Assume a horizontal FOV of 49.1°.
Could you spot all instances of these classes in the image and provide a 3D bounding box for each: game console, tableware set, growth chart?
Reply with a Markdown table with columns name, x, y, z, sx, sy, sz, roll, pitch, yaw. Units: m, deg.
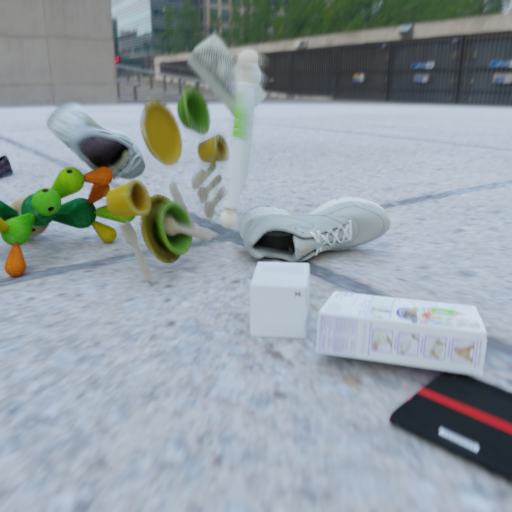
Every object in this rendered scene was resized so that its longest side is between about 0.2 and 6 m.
| name | x | y | z | sx | sy | sz | roll | pitch | yaw |
| --- | --- | --- | --- | --- | --- | --- | --- | --- | --- |
| game console | 1.892 | 1.404 | 4.706 | 1.205 | 0.187 | 1.066 | 17 | 28 | 42 |
| tableware set | -1.166 | -1.262 | 8.461 | 0.497 | 2.180 | 3.236 | -9 | 26 | 26 |
| growth chart | -0.255 | -1.919 | 8.950 | 0.337 | 2.746 | 3.795 | 7 | 22 | -4 |

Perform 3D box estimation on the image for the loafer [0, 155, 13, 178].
| name | x | y | z | sx | sy | sz | roll | pitch | yaw |
| --- | --- | --- | --- | --- | --- | --- | --- | --- | --- |
| loafer | -7.215 | -2.319 | 15.096 | 0.637 | 0.558 | 1.772 | 2 | 19 | 7 |

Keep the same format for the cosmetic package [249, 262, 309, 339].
| name | x | y | z | sx | sy | sz | roll | pitch | yaw |
| --- | --- | --- | --- | --- | --- | --- | --- | --- | --- |
| cosmetic package | 0.291 | 0.501 | 6.580 | 0.654 | 0.658 | 0.786 | 2 | 19 | 6 |

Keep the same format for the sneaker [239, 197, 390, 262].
| name | x | y | z | sx | sy | sz | roll | pitch | yaw |
| --- | --- | --- | --- | --- | --- | --- | --- | --- | --- |
| sneaker | 0.944 | -0.285 | 8.840 | 2.416 | 0.915 | 1.111 | -7 | 26 | 2 |

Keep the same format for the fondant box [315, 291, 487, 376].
| name | x | y | z | sx | sy | sz | roll | pitch | yaw |
| --- | --- | --- | --- | --- | --- | --- | --- | --- | --- |
| fondant box | 1.493 | 0.760 | 5.839 | 1.577 | 0.459 | 1.138 | 4 | 8 | 16 |

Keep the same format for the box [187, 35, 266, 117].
| name | x | y | z | sx | sy | sz | roll | pitch | yaw |
| --- | --- | --- | --- | --- | --- | --- | --- | --- | --- |
| box | -0.562 | -3.403 | 10.749 | 0.626 | 1.522 | 0.521 | -47 | 9 | -24 |

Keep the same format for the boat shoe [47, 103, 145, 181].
| name | x | y | z | sx | sy | sz | roll | pitch | yaw |
| --- | --- | --- | --- | --- | --- | --- | --- | --- | --- |
| boat shoe | -2.430 | -1.665 | 9.023 | 0.705 | 0.810 | 2.197 | 51 | 3 | 21 |

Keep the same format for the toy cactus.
| name | x | y | z | sx | sy | sz | roll | pitch | yaw |
| --- | --- | --- | --- | --- | --- | --- | --- | --- | --- |
| toy cactus | -3.544 | -0.585 | 9.215 | 3.101 | 1.586 | 2.559 | -15 | 6 | -32 |
